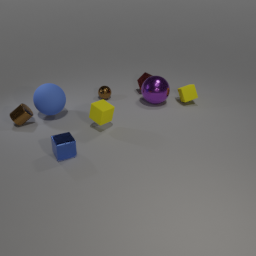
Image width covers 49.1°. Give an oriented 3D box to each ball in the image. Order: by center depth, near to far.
[{"bbox_3d":[-3.453,-1.266,12.371,1.400,1.400,1.400,0,30,0],"label":"ball"},{"bbox_3d":[1.355,-1.869,13.768,1.400,1.400,1.400,0,30,0],"label":"ball"},{"bbox_3d":[-1.199,-1.832,14.431,0.700,0.700,0.700,0,30,0],"label":"ball"}]

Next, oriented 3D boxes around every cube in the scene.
[{"bbox_3d":[-2.293,0.659,10.018,0.700,0.700,0.700,-14,34,-26],"label":"cube"},{"bbox_3d":[-1.069,-0.641,11.398,0.700,0.700,0.700,35,38,27],"label":"cube"},{"bbox_3d":[2.961,-1.729,13.921,0.700,0.700,0.700,-20,10,-3],"label":"cube"},{"bbox_3d":[1.027,-2.434,15.045,0.700,0.700,0.700,16,46,-38],"label":"cube"}]

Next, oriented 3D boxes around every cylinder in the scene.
[{"bbox_3d":[-4.554,-0.575,11.984,0.700,0.700,0.700,-38,32,7],"label":"cylinder"}]
